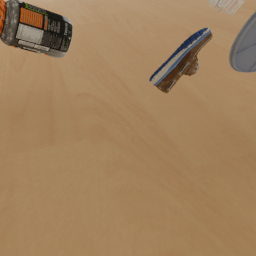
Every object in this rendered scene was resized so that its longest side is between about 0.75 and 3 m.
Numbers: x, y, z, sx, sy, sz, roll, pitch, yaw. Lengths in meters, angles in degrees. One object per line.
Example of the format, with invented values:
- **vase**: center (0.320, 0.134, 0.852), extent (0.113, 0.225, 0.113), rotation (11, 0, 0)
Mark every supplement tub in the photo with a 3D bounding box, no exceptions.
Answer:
- **supplement tub**: center (-2.493, -2.571, 7.262), extent (1.874, 1.148, 1.148), rotation (8, 26, -35)

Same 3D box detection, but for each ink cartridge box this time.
- **ink cartridge box**: center (2.488, -3.225, 7.130), extent (0.473, 0.274, 0.812), rotation (-49, 45, 9)

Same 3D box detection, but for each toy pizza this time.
- **toy pizza**: center (3.254, -2.205, 6.134), extent (2.441, 2.441, 0.387), rotation (-15, 59, -20)

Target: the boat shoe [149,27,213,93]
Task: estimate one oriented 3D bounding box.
- **boat shoe**: center (1.226, -1.424, 6.068), extent (0.594, 1.641, 0.593), rotation (41, 27, -15)
